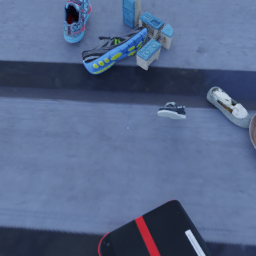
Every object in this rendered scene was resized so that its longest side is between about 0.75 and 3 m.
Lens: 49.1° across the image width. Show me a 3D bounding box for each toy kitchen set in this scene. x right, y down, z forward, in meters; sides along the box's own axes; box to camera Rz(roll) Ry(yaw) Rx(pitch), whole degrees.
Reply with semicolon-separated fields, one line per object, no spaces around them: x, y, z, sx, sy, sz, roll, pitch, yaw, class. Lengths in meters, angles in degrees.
0.338;-3.442;9.795;2.195;1.293;1.758;37;70;17;toy kitchen set

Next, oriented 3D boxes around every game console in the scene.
0.681;3.169;6.325;2.428;0.426;2.745;-25;40;-5;game console

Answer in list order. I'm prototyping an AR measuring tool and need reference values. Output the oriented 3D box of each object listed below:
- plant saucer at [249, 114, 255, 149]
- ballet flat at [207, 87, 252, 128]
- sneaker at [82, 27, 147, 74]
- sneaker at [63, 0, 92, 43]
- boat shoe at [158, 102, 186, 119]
4.665;0.303;8.474;2.086;0.382;2.086;0;63;-1;plant saucer
3.244;-0.662;8.845;0.586;0.554;1.739;-42;71;-16;ballet flat
-0.444;-2.897;9.729;2.612;0.926;1.082;-32;74;-12;sneaker
-1.833;-4.232;10.081;0.881;1.061;2.221;3;71;-1;sneaker
1.286;-0.539;8.246;0.553;1.464;0.442;-2;85;28;boat shoe
